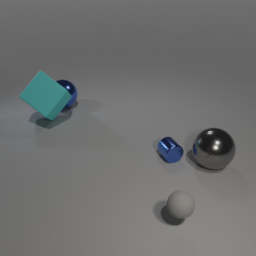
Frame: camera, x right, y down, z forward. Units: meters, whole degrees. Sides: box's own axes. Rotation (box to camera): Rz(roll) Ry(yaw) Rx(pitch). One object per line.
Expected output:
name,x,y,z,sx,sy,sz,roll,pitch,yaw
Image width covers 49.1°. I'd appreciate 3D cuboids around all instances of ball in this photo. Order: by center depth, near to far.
ball,1.335,1.930,7.073,0.700,0.700,0.700,0,29,0
ball,2.866,0.685,9.386,1.400,1.400,1.400,0,29,0
ball,-3.160,-1.645,13.593,1.400,1.400,1.400,0,29,0

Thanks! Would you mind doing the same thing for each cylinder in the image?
cylinder,1.507,0.770,9.971,0.700,0.700,0.700,-10,30,-18

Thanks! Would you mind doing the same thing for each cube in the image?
cube,-3.467,-1.334,11.978,1.400,1.400,1.400,37,-6,0
